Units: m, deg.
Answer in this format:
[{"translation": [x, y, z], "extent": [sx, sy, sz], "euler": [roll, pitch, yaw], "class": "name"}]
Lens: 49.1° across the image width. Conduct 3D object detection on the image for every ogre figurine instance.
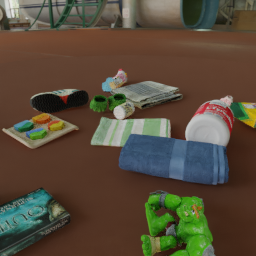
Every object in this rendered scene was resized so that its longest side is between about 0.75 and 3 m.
[{"translation": [0.926, 1.887, 5.273], "extent": [1.180, 0.965, 1.968], "euler": [-14, 7, 12], "class": "ogre figurine"}]

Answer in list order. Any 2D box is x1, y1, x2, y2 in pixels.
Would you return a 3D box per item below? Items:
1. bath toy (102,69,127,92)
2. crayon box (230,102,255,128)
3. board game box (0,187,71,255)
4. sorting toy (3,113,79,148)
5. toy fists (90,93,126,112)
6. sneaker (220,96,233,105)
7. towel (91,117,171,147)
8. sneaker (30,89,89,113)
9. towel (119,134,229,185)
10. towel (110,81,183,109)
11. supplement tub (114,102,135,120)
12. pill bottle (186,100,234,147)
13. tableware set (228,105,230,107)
[{"translation": [-0.579, -2.594, 15.016], "extent": [0.969, 0.823, 2.227], "euler": [8, 25, 17], "class": "bath toy"}, {"translation": [5.021, -0.509, 10.543], "extent": [1.781, 0.519, 1.537], "euler": [0, 21, -17], "class": "crayon box"}, {"translation": [-2.340, 1.977, 5.758], "extent": [1.918, 0.270, 1.297], "euler": [-21, 32, -38], "class": "board game box"}, {"translation": [-3.095, -0.022, 9.964], "extent": [1.886, 0.372, 2.038], "euler": [21, 32, 38], "class": "sorting toy"}, {"translation": [-0.827, -1.047, 11.621], "extent": [1.532, 0.781, 0.527], "euler": [-9, 60, -21], "class": "toy fists"}, {"translation": [4.508, -1.323, 12.755], "extent": [0.293, 0.406, 0.777], "euler": [-8, 25, -13], "class": "sneaker"}, {"translation": [0.187, 0.108, 9.773], "extent": [2.590, 0.303, 1.975], "euler": [3, 26, 5], "class": "towel"}, {"translation": [-3.008, -1.199, 12.174], "extent": [2.455, 0.864, 1.148], "euler": [-12, 13, -24], "class": "sneaker"}, {"translation": [1.250, 0.863, 7.680], "extent": [2.835, 0.688, 1.583], "euler": [8, 25, 14], "class": "towel"}, {"translation": [0.889, -1.722, 13.534], "extent": [2.617, 0.469, 2.718], "euler": [-16, 30, -31], "class": "towel"}, {"translation": [-0.134, -0.700, 11.202], "extent": [0.558, 0.558, 0.769], "euler": [16, 29, 31], "class": "supplement tub"}, {"translation": [2.737, -0.141, 9.113], "extent": [1.268, 1.268, 2.260], "euler": [11, 26, 22], "class": "pill bottle"}, {"translation": [4.242, -0.977, 12.200], "extent": [0.758, 0.230, 1.147], "euler": [-22, 33, -39], "class": "tableware set"}]
